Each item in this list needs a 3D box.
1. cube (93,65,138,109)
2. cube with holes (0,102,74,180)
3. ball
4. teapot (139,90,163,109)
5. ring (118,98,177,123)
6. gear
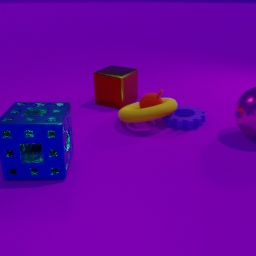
[{"bbox_3d":[-0.404,-1.448,9.785,1.147,1.147,1.147,14,30,26],"label":"cube"},{"bbox_3d":[-1.952,0.243,6.155,1.279,1.279,1.279,0,24,-3],"label":"cube with holes"},{"bbox_3d":[3.541,-0.414,7.417,1.397,1.397,1.397,0,27,0],"label":"ball"},{"bbox_3d":[0.690,-0.711,8.295,0.713,1.147,0.562,35,41,-4],"label":"teapot"},{"bbox_3d":[0.578,-0.545,8.363,1.780,0.356,1.780,-12,13,3],"label":"ring"},{"bbox_3d":[1.694,-0.355,8.528,1.280,0.237,1.280,-3,25,1],"label":"gear"}]
